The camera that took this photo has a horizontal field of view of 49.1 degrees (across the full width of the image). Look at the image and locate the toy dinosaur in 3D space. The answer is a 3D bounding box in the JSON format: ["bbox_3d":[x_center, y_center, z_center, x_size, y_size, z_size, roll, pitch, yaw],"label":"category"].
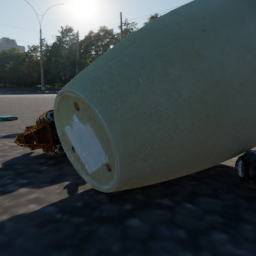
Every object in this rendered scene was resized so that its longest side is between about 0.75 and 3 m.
[{"bbox_3d":[-1.106,0.101,5.446,1.949,1.467,2.872,-12,24,16],"label":"toy dinosaur"}]

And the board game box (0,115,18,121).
[{"bbox_3d":[-5.031,-0.390,11.191,1.030,0.145,0.697,-7,11,-37],"label":"board game box"}]

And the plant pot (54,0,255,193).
[{"bbox_3d":[0.532,-0.340,4.090,2.878,2.696,2.696,-28,23,-34],"label":"plant pot"}]

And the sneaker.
[{"bbox_3d":[1.741,0.580,3.501,0.695,0.503,1.422,2,6,8],"label":"sneaker"}]
